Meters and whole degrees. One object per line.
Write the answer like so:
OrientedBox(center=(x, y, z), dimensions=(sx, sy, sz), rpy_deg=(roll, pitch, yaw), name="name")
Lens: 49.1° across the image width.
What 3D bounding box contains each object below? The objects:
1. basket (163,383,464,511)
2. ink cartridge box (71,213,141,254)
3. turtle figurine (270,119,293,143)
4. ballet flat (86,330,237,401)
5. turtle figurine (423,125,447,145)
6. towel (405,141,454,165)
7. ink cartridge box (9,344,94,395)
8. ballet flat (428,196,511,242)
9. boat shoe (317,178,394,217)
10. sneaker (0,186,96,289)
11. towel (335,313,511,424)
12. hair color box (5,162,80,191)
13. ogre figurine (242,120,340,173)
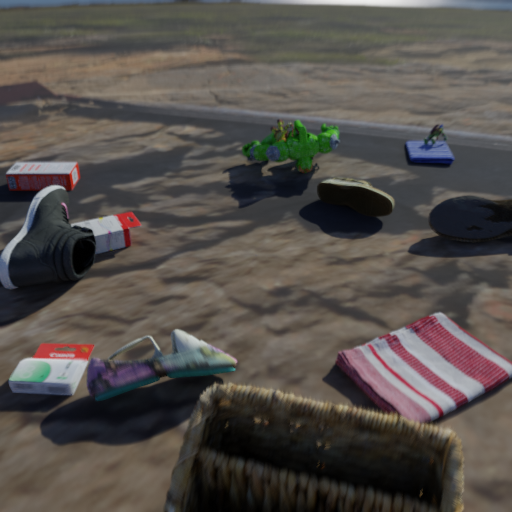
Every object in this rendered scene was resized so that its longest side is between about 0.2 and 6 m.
OrientedBox(center=(0.402, 2.479, 4.856), dimensions=(2.467, 1.838, 1.761), rpy_deg=(10, 32, 14), name="basket")
OrientedBox(center=(-2.964, -0.440, 11.131), dimensions=(1.263, 0.425, 0.734), rpy_deg=(-15, 34, -23), name="ink cartridge box")
OrientedBox(center=(0.581, -3.064, 14.315), dimensions=(0.332, 1.030, 0.831), rpy_deg=(10, 39, -24), name="turtle figurine")
OrientedBox(center=(-1.295, 1.417, 7.640), dimensions=(2.027, 0.701, 0.721), rpy_deg=(-10, 73, -10), name="ballet flat")
OrientedBox(center=(5.111, -3.297, 15.925), dimensions=(0.532, 0.740, 0.717), rpy_deg=(40, 56, 21), name="turtle figurine")
OrientedBox(center=(4.780, -2.867, 15.516), dimensions=(1.145, 0.189, 1.581), rpy_deg=(3, 29, 8), name="towel")
OrientedBox(center=(-2.885, 1.527, 8.013), dimensions=(0.859, 0.267, 1.068), rpy_deg=(2, 32, 2), name="ink cartridge box")
OrientedBox(center=(5.004, -0.779, 11.541), dimensions=(3.060, 0.709, 1.031), rpy_deg=(-8, 72, -5), name="ballet flat")
OrientedBox(center=(2.282, -1.403, 12.489), dimensions=(1.885, 0.698, 0.626), rpy_deg=(23, 43, 33), name="boat shoe")
OrientedBox(center=(-3.606, -0.396, 10.567), dimensions=(1.414, 1.008, 2.850), rpy_deg=(0, 37, 1), name="sneaker")
OrientedBox(center=(2.425, 1.551, 7.979), dimensions=(2.157, 0.245, 1.554), rpy_deg=(-16, 35, -26), name="towel")
OrientedBox(center=(-5.159, -1.933, 13.607), dimensions=(1.511, 0.463, 0.767), rpy_deg=(1, 31, -1), name="hair color box")
OrientedBox(center=(1.027, -2.856, 14.433), dimensions=(2.579, 1.265, 1.546), rpy_deg=(6, 17, -13), name="ogre figurine")
